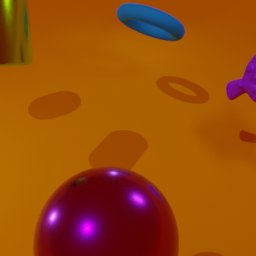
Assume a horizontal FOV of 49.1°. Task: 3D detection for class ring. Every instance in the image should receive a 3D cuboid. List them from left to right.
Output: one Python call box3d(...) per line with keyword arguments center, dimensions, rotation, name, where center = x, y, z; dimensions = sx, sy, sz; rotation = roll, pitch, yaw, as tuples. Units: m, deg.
box3d(center=(0.616, -2.848, 7.627), dimensions=(1.937, 0.387, 1.937), rotation=(19, 8, -3), name="ring")

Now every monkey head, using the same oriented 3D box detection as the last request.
box3d(center=(3.009, -0.976, 6.357), dimensions=(1.087, 1.298, 1.805), rotation=(6, 74, -26), name="monkey head")

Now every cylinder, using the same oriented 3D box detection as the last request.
box3d(center=(-2.221, -1.637, 4.585), dimensions=(1.180, 1.180, 1.180), rotation=(0, 16, 0), name="cylinder")

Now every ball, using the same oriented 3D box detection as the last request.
box3d(center=(-0.181, 0.966, 2.474), dimensions=(1.245, 1.245, 1.245), rotation=(0, 47, 0), name="ball")
